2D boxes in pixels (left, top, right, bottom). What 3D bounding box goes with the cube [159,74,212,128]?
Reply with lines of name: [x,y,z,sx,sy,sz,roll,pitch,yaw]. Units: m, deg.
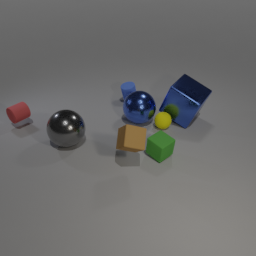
cube: [2.394,-1.138,11.746,1.400,1.400,1.400,35,46,12]

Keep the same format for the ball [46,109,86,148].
ball: [-2.268,0.017,10.291,1.400,1.400,1.400,0,30,0]

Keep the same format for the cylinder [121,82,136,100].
cylinder: [0.048,-1.773,13.561,0.700,0.700,0.700,-9,39,7]

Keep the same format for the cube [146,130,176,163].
cube: [1.121,0.633,9.723,0.700,0.700,0.700,-29,49,-33]

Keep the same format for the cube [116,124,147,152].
cube: [0.098,0.341,8.793,0.700,0.700,0.700,12,-15,-21]

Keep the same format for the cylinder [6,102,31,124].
cylinder: [-4.490,-0.635,11.485,0.700,0.700,0.700,23,41,34]

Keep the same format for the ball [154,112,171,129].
ball: [1.436,-0.313,11.537,0.700,0.700,0.700,0,30,0]

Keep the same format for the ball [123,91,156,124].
ball: [0.480,-0.870,11.796,1.400,1.400,1.400,0,30,0]
